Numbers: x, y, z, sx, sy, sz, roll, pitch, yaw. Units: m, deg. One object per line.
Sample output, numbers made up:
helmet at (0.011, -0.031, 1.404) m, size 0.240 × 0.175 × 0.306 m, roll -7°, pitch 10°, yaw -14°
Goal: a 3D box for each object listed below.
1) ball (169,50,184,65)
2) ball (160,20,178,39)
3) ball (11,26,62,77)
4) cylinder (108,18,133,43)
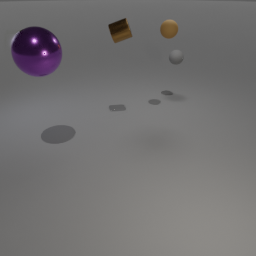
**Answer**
ball at (2.320, -3.398, 13.474) m, size 0.700 × 0.700 × 0.700 m, roll 0°, pitch 28°, yaw 0°
ball at (1.599, -3.832, 10.871) m, size 0.700 × 0.700 × 0.700 m, roll 0°, pitch 28°, yaw 0°
ball at (-2.602, -2.174, 8.038) m, size 1.400 × 1.400 × 1.400 m, roll 0°, pitch 28°, yaw 0°
cylinder at (-0.271, -3.522, 10.145) m, size 0.700 × 0.700 × 0.700 m, roll -18°, pitch 27°, yaw 9°
